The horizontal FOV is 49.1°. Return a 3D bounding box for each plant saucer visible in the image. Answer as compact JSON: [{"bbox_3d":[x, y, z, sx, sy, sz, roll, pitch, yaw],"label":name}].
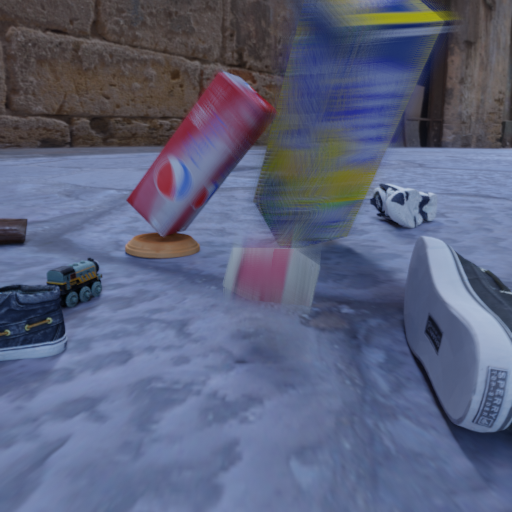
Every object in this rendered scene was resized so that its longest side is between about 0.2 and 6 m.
[{"bbox_3d":[-1.667,-0.216,9.998,1.327,0.248,1.327,2,12,0],"label":"plant saucer"}]

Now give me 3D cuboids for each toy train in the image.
[{"bbox_3d":[-2.321,0.338,7.211,0.382,0.511,0.897,7,16,23],"label":"toy train"}]

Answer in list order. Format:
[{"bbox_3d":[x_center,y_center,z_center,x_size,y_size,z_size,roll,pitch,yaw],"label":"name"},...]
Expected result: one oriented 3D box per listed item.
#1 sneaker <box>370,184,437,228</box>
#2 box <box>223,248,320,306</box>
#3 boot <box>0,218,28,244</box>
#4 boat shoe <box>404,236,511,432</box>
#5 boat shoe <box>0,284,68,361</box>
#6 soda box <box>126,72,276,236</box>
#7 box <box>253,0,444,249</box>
[{"bbox_3d":[3.046,-1.153,12.592,1.403,0.860,2.155,9,16,37],"label":"sneaker"},{"bbox_3d":[0.152,0.207,5.708,0.811,0.442,0.519,1,-21,42],"label":"box"},{"bbox_3d":[-5.365,-0.544,10.642,1.805,0.580,1.682,-13,31,-32],"label":"boot"},{"bbox_3d":[2.007,0.638,5.217,0.867,1.051,3.063,9,20,3],"label":"boat shoe"},{"bbox_3d":[-2.673,0.665,5.482,1.534,0.696,0.543,-5,15,-21],"label":"boat shoe"},{"bbox_3d":[-0.958,-1.707,9.728,1.005,2.870,0.910,44,21,10],"label":"soda box"},{"bbox_3d":[1.216,-2.057,8.979,1.492,4.259,1.369,-13,53,-24],"label":"box"}]
